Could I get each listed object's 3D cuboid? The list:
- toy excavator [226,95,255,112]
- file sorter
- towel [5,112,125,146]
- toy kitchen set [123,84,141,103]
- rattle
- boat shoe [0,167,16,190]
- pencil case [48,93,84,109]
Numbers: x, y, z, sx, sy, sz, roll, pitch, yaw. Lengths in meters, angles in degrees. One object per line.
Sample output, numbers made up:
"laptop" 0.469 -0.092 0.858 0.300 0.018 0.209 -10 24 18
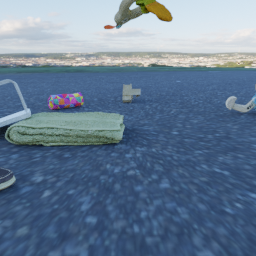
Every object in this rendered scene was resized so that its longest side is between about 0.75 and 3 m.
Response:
"toy excavator" 4.567 -0.855 9.895 1.594 1.639 0.819 45 15 -4
"file sorter" -3.432 -0.660 7.596 1.207 1.084 1.740 -23 14 -16
"towel" -1.485 -0.056 7.333 2.797 0.510 2.075 -1 14 -2
"toy kitchen set" 0.196 -1.385 12.674 0.784 0.867 0.962 -2 54 5
"rattle" 0.215 -2.449 6.507 1.525 1.090 0.993 -37 7 32
"boat shoe" -2.624 0.682 4.504 1.633 0.529 0.587 3 15 13
"pencil case" -2.434 -1.075 11.030 1.390 0.614 0.614 -12 19 -39
